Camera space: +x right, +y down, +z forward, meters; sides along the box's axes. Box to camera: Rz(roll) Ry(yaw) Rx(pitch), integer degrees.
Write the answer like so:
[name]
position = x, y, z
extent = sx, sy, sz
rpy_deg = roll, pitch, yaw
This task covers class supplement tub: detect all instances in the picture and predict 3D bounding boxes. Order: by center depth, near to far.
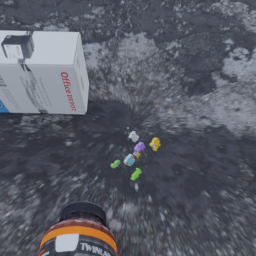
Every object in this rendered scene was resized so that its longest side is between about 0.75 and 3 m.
[supplement tub]
position = -0.930, 2.656, 4.859
extent = 1.471, 1.471, 2.750
rpy_deg = -1, 37, -1

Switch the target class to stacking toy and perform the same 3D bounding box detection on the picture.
[stacking toy]
position = 0.153, 0.622, 6.735
extent = 0.858, 0.267, 1.138
rpy_deg = 19, 66, 48

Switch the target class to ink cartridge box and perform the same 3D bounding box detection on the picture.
[ink cartridge box]
position = -2.574, -1.394, 7.394
extent = 2.851, 2.069, 1.194
rpy_deg = 2, 59, 1
